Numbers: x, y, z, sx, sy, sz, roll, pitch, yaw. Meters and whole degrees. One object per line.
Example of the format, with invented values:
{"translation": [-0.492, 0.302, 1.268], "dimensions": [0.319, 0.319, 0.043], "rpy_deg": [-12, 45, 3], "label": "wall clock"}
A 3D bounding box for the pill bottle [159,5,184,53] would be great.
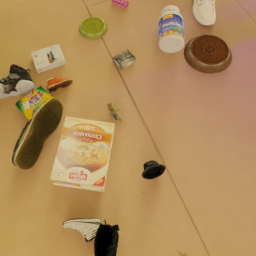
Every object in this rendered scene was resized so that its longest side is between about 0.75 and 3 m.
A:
{"translation": [1.888, -4.379, 12.292], "dimensions": [1.092, 1.092, 1.949], "rpy_deg": [1, 66, 1], "label": "pill bottle"}

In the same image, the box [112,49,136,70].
{"translation": [-0.158, -2.977, 12.128], "dimensions": [0.823, 0.199, 0.652], "rpy_deg": [-36, 70, -15], "label": "box"}

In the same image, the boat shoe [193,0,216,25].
{"translation": [3.585, -6.098, 13.156], "dimensions": [0.990, 0.969, 2.796], "rpy_deg": [-3, 65, -1], "label": "boat shoe"}

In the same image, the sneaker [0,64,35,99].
{"translation": [-4.873, -1.900, 11.344], "dimensions": [2.041, 0.770, 1.162], "rpy_deg": [-9, 65, -11], "label": "sneaker"}

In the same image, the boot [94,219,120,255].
{"translation": [-0.672, 3.773, 8.194], "dimensions": [0.731, 1.620, 1.976], "rpy_deg": [9, 66, 5], "label": "boot"}

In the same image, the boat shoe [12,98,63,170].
{"translation": [-3.399, 0.135, 10.243], "dimensions": [0.939, 1.021, 2.858], "rpy_deg": [2, 60, 40], "label": "boat shoe"}

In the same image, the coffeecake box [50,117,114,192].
{"translation": [-1.538, 0.922, 9.912], "dimensions": [1.796, 0.855, 2.340], "rpy_deg": [8, 66, 0], "label": "coffeecake box"}

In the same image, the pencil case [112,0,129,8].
{"translation": [-0.354, -6.073, 13.502], "dimensions": [0.840, 0.381, 0.393], "rpy_deg": [28, 39, 10], "label": "pencil case"}

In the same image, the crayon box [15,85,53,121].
{"translation": [-3.596, -0.915, 11.070], "dimensions": [1.261, 0.368, 1.088], "rpy_deg": [-42, 72, -17], "label": "crayon box"}

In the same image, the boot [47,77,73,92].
{"translation": [-2.826, -1.922, 11.549], "dimensions": [1.064, 0.399, 0.570], "rpy_deg": [-18, 61, -7], "label": "boot"}

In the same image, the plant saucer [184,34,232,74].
{"translation": [3.527, -3.323, 12.212], "dimensions": [2.124, 0.366, 2.124], "rpy_deg": [0, 66, 0], "label": "plant saucer"}

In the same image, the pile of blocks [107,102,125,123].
{"translation": [-0.431, -0.588, 10.960], "dimensions": [0.320, 0.422, 1.028], "rpy_deg": [-14, 62, -42], "label": "pile of blocks"}

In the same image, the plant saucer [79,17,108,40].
{"translation": [-1.609, -4.661, 12.914], "dimensions": [1.347, 0.209, 1.347], "rpy_deg": [0, 66, 0], "label": "plant saucer"}

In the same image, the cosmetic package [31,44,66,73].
{"translation": [-3.430, -3.008, 12.080], "dimensions": [1.274, 0.329, 0.961], "rpy_deg": [-21, 64, -9], "label": "cosmetic package"}

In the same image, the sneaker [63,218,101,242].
{"translation": [-1.501, 3.314, 9.042], "dimensions": [1.244, 0.469, 0.716], "rpy_deg": [-2, 63, -3], "label": "sneaker"}

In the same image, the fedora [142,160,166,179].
{"translation": [0.837, 1.405, 9.761], "dimensions": [0.926, 0.926, 0.423], "rpy_deg": [-19, 50, -9], "label": "fedora"}
